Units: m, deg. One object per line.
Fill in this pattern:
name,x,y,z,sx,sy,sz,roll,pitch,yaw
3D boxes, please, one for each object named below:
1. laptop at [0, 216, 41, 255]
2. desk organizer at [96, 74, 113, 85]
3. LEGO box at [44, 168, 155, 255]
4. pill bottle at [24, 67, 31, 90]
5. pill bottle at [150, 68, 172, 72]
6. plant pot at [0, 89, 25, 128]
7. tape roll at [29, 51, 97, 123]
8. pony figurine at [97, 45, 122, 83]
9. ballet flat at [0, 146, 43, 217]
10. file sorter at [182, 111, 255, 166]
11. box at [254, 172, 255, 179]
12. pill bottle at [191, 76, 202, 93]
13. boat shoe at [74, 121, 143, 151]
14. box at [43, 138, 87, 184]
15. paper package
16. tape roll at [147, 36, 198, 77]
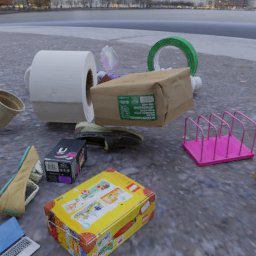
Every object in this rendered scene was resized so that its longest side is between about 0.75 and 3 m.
laptop,-2.376,2.360,5.757,0.797,0.462,0.746,17,32,30
desk organizer,-0.913,-1.509,9.880,0.306,0.285,0.795,38,70,-5
LEGO box,-0.595,1.888,6.324,1.505,0.780,2.020,23,35,38
pill bottle,-4.318,-2.915,15.000,1.567,1.567,2.792,1,27,2
pill bottle,1.547,-2.577,14.660,1.640,0.954,0.954,-13,26,6
plant pot,-4.696,-0.636,10.485,1.200,1.099,1.200,37,17,-13
tape roll,-2.397,-1.596,11.006,1.925,2.803,2.803,3,27,5
pony figurine,-1.233,-2.478,14.018,2.782,2.317,2.686,-24,67,-45
ballet flat,-2.751,1.407,7.535,0.799,0.870,2.535,25,27,-12
file sorter,2.938,0.238,9.080,1.928,1.209,1.340,-8,27,-12
box,4.938,1.173,7.172,2.155,1.314,2.075,-9,29,-16
pill bottle,2.667,-2.125,14.012,1.866,1.046,1.046,-7,28,-14
boat shoe,-0.663,0.398,9.401,2.330,0.832,0.766,12,56,-4
box,-1.805,0.928,8.305,0.830,0.721,1.359,5,26,9
paper package,0.491,-1.000,9.078,2.603,1.347,2.481,2,21,36
tape roll,2.329,-3.453,14.837,2.656,2.656,0.638,15,30,27
